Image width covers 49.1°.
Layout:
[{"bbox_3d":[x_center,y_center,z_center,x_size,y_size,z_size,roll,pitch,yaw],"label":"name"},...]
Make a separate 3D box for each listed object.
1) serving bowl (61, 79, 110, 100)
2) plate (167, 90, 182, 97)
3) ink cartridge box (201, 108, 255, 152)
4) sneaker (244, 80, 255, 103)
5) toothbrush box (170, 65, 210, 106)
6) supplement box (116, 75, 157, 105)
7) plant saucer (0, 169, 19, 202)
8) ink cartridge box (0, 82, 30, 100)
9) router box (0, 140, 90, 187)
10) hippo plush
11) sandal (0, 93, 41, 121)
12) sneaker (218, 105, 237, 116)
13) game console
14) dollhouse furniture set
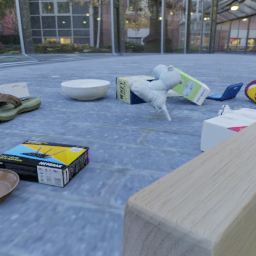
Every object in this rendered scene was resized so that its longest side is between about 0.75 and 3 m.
[{"bbox_3d":[-1.893,-1.699,12.688,2.175,0.715,2.175,0,18,0],"label":"serving bowl"},{"bbox_3d":[2.185,-1.907,13.954,2.022,0.327,2.026,-3,19,-12],"label":"plate"},{"bbox_3d":[2.965,0.155,6.902,1.948,0.812,1.414,-15,23,-38],"label":"ink cartridge box"},{"bbox_3d":[5.561,-1.313,10.870,1.346,1.119,2.987,-3,17,-29],"label":"sneaker"},{"bbox_3d":[2.396,-1.839,11.839,1.845,0.794,1.343,27,19,-3],"label":"toothbrush box"},{"bbox_3d":[0.413,-1.721,12.328,1.451,0.974,1.449,-10,21,-28],"label":"supplement box"},{"bbox_3d":[-2.609,1.108,4.958,1.306,0.239,1.306,0,19,0],"label":"plant saucer"},{"bbox_3d":[-4.769,-1.341,11.161,1.438,0.602,1.043,-8,7,43],"label":"ink cartridge box"},{"bbox_3d":[-1.776,0.687,5.940,1.595,0.407,1.190,6,19,16],"label":"router box"},{"bbox_3d":[0.947,-1.444,9.018,1.399,1.412,1.756,32,10,-40],"label":"hippo plush"},{"bbox_3d":[-4.293,-0.874,9.954,1.194,0.858,3.006,6,19,16],"label":"sandal"},{"bbox_3d":[3.510,-0.526,9.721,0.573,0.375,0.997,11,26,29],"label":"sneaker"},{"bbox_3d":[4.348,-1.678,12.629,1.317,1.124,0.779,-17,51,-40],"label":"game console"},{"bbox_3d":[-0.039,1.055,2.090,1.759,2.159,2.053,15,21,38],"label":"dollhouse furniture set"}]
